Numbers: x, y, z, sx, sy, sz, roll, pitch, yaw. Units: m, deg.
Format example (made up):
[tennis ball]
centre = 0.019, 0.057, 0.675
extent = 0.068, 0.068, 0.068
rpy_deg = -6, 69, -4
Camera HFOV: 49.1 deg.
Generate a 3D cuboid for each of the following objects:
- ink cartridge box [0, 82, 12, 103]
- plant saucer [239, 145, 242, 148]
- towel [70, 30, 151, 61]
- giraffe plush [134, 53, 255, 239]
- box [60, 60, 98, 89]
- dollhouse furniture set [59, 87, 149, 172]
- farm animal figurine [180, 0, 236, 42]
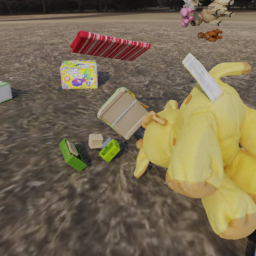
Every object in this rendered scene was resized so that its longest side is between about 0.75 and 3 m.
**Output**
[ink cartridge box]
centre = -4.788, -1.192, 9.331
extent = 1.410, 0.592, 1.021
rpy_deg = 12, 28, 23
[plant saucer]
centre = 2.880, 0.557, 5.490
extent = 1.823, 0.323, 1.823
rpy_deg = -5, 13, 1
[towel]
centre = -0.354, -1.496, 5.164
extent = 1.307, 0.147, 0.945
rpy_deg = 3, -3, -21
[giraffe plush]
centre = 1.082, 0.295, 4.857
extent = 2.297, 2.663, 2.159
rpy_deg = -30, 3, -28
[box]
centre = -1.902, -2.133, 11.054
extent = 1.364, 0.832, 1.314
rpy_deg = -2, 25, -6
[dollhouse furniture set]
centre = -0.510, -0.011, 5.745
extent = 1.906, 0.953, 0.736
rpy_deg = -46, 34, 6
[farm animal figurine]
centre = 1.768, -2.876, 6.806
extent = 1.567, 1.265, 0.788
rpy_deg = 19, 12, -42
